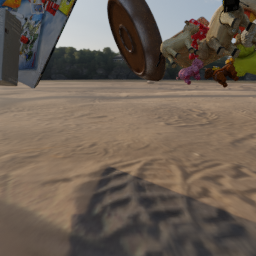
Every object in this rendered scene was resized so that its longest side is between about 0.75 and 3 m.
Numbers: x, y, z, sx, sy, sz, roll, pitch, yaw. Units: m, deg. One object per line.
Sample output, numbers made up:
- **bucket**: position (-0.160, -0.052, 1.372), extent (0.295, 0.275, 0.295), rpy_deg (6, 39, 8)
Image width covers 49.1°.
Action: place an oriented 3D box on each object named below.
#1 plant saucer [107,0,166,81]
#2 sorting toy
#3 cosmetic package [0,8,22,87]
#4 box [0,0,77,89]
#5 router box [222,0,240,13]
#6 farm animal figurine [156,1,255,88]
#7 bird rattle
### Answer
- **plant saucer**: position (0.095, -2.247, 6.888), extent (0.406, 2.530, 2.530), rpy_deg (-27, 18, -11)
- **sorting toy**: position (2.766, -2.750, 10.278), extent (2.669, 0.357, 1.988), rpy_deg (30, -33, -27)
- **cosmetic package**: position (-2.704, -1.644, 5.864), extent (0.661, 1.465, 0.782), rpy_deg (0, 1, 2)
- **box**: position (-2.634, -2.749, 6.932), extent (2.017, 2.953, 0.556), rpy_deg (27, 15, -13)
- **router box**: position (1.572, -2.447, 4.334), extent (0.264, 0.770, 1.032), rpy_deg (-7, -20, 15)
- **farm animal figurine**: position (1.547, -1.621, 5.249), extent (1.712, 1.693, 0.893), rpy_deg (16, 36, -34)
- **bird rattle**: position (3.176, -2.911, 8.579), extent (2.695, 2.197, 1.518), rpy_deg (28, 36, 2)
